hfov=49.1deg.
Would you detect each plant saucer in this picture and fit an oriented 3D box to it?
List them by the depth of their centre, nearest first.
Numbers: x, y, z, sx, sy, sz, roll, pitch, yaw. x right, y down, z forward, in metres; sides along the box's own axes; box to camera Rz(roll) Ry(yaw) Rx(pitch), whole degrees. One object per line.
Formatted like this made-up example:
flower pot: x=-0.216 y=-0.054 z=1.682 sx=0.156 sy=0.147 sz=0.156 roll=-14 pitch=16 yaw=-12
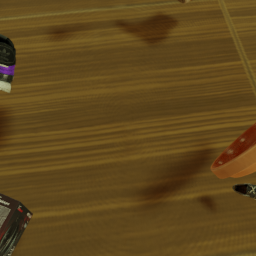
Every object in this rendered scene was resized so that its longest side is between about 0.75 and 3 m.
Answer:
plant saucer: x=2.611 y=0.017 z=4.914 sx=2.668 sy=2.668 sz=0.431 roll=-38 pitch=80 yaw=-16

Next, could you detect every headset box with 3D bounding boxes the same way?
headset box: x=-1.928 y=1.629 z=3.821 sx=0.517 sy=0.996 sz=1.338 roll=21 pitch=62 yaw=3

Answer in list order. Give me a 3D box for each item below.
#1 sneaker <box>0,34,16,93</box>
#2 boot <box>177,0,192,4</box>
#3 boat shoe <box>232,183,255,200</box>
sneaker: x=-2.852 y=-1.445 z=6.069 sx=0.796 sy=2.290 sz=1.139 roll=12 pitch=95 yaw=-36
boot: x=1.473 y=-4.548 z=8.283 sx=1.814 sy=0.656 sz=1.509 roll=40 pitch=67 yaw=3
boat shoe: x=2.663 y=1.352 z=5.977 sx=0.293 sy=0.866 sz=0.311 roll=24 pitch=75 yaw=-33
